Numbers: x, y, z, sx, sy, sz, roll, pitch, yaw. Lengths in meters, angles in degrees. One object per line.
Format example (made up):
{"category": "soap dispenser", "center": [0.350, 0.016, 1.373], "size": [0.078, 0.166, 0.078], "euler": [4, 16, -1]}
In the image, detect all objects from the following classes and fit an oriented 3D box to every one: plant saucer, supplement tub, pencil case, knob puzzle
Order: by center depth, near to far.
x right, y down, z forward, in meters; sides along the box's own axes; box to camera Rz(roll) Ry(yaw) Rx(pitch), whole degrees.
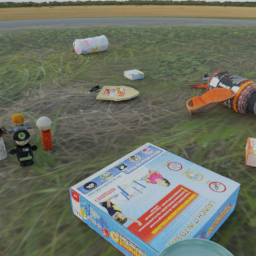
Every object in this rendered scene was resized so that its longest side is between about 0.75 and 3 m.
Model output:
{"category": "plant saucer", "center": [1.112, 2.726, 4.444], "size": [1.816, 0.249, 1.816], "euler": [2, 65, -4]}
{"category": "supplement tub", "center": [4.776, -1.498, 12.201], "size": [1.433, 1.433, 2.680], "euler": [-13, 31, -24]}
{"category": "knob puzzle", "center": [-0.412, -1.638, 13.732], "size": [2.111, 0.293, 2.111], "euler": [0, 27, 0]}
{"category": "pencil case", "center": [-2.939, -6.704, 22.488], "size": [2.772, 1.152, 1.257], "euler": [-23, 66, -34]}

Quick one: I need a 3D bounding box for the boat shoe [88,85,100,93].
{"category": "boat shoe", "center": [-1.750, -2.028, 14.504], "size": [0.310, 0.275, 0.830], "euler": [23, 35, 37]}

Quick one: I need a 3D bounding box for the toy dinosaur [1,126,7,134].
{"category": "toy dinosaur", "center": [-4.750, 0.344, 9.376], "size": [1.217, 0.916, 2.380], "euler": [-42, 48, -9]}

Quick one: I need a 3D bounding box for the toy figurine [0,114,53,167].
{"category": "toy figurine", "center": [-3.427, 0.282, 9.053], "size": [1.673, 1.182, 1.700], "euler": [12, 30, 21]}

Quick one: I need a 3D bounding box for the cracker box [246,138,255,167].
{"category": "cracker box", "center": [4.553, 0.859, 8.715], "size": [1.618, 0.467, 1.084], "euler": [9, 29, 19]}

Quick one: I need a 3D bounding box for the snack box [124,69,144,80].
{"category": "snack box", "center": [0.354, -3.175, 16.664], "size": [0.827, 0.332, 0.981], "euler": [-15, 30, -26]}

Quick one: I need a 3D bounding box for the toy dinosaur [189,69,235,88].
{"category": "toy dinosaur", "center": [4.573, -2.001, 14.315], "size": [2.213, 1.162, 2.008], "euler": [-34, 39, 15]}

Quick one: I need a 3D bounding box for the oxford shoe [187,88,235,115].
{"category": "oxford shoe", "center": [3.446, -1.087, 11.683], "size": [1.991, 0.726, 0.710], "euler": [-16, 48, 8]}

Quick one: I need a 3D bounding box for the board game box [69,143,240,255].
{"category": "board game box", "center": [0.656, 1.696, 6.714], "size": [2.856, 0.815, 2.917], "euler": [24, 36, 37]}
